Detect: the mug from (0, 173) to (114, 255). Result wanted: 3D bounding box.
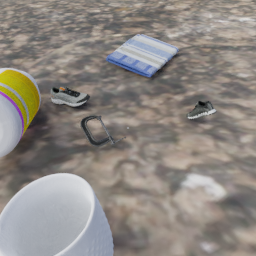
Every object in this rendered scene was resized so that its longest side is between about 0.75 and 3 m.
[{"bbox_3d":[-1.046,1.698,3.843,1.736,1.522,1.282,-25,39,-10],"label":"mug"}]

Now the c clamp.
[{"bbox_3d":[-0.649,0.057,6.710,0.829,0.131,0.970,-29,73,-23],"label":"c clamp"}]

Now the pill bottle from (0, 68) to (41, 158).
[{"bbox_3d":[-2.975,-0.549,6.671,1.513,1.513,2.903,-3,24,-3],"label":"pill bottle"}]

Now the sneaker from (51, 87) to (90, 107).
[{"bbox_3d":[-1.712,-0.941,8.139,1.253,0.497,0.463,6,40,16],"label":"sneaker"}]

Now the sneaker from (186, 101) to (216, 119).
[{"bbox_3d":[1.856,-0.494,7.300,0.305,0.416,0.918,-26,7,-34],"label":"sneaker"}]

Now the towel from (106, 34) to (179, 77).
[{"bbox_3d":[0.599,-2.753,10.468,1.903,0.308,2.591,25,44,17],"label":"towel"}]
